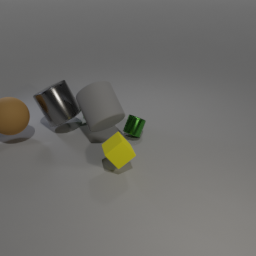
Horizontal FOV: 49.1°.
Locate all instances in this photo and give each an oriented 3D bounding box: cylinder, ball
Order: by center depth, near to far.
[{"bbox_3d":[-1.004,-0.774,10.210,1.400,1.400,1.400,-18,76,-30],"label":"cylinder"},{"bbox_3d":[-4.332,-0.433,10.250,1.400,1.400,1.400,0,29,0],"label":"ball"},{"bbox_3d":[0.246,-0.079,10.716,0.700,0.700,0.700,21,1,0],"label":"cylinder"},{"bbox_3d":[-2.787,-0.979,11.096,1.400,1.400,1.400,-24,17,8],"label":"cylinder"}]

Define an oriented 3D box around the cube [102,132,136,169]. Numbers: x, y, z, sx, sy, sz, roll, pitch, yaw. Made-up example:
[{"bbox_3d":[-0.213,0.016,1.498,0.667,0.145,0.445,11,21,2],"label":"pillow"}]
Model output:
[{"bbox_3d":[-0.297,0.686,8.659,0.700,0.700,0.700,-39,28,5],"label":"cube"}]
